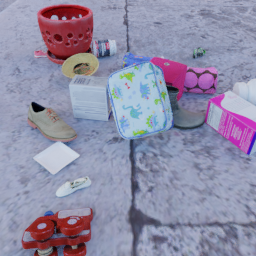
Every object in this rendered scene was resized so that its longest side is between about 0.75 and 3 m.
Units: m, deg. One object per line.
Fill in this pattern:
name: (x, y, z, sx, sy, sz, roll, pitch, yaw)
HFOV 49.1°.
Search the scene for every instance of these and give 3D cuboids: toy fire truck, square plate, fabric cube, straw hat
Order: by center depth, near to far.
toy fire truck: (-1.869, 2.776, 7.678, 1.825, 1.023, 1.533, -5, 16, -7)
square plate: (-2.584, 1.083, 10.154, 1.223, 0.174, 1.211, 29, 48, 30)
fabric cube: (1.457, -1.907, 12.496, 1.696, 1.729, 1.723, 21, 44, 21)
straw hat: (-2.315, -2.852, 14.243, 2.011, 0.851, 2.011, -6, 52, 8)

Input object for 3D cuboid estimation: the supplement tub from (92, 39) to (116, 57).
supplement tub: (-1.401, -4.669, 16.382, 1.331, 0.934, 0.934, -8, 41, -9)

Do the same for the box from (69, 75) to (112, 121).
box: (-1.502, -1.244, 11.729, 1.548, 1.683, 0.883, 6, 40, 7)

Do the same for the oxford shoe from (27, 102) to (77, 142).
oxford shoe: (-3.073, -0.256, 11.044, 2.586, 0.967, 0.911, 23, 35, 24)

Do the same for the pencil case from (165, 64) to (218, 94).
pencil case: (2.785, -2.410, 13.336, 2.939, 1.377, 1.334, 5, 26, 3)

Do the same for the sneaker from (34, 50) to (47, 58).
sneaker: (-5.010, -4.384, 16.435, 0.984, 0.427, 0.363, -11, 42, -14)

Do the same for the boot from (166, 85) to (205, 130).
boot: (1.908, -0.868, 11.301, 2.549, 1.665, 0.863, 6, 41, 7)

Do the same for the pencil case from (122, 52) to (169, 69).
pencil case: (0.922, -3.293, 14.635, 2.555, 1.109, 0.997, 16, 68, 19)

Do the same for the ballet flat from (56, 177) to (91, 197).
ballet flat: (-1.780, 1.850, 9.082, 1.181, 0.410, 0.410, -17, 43, -19)

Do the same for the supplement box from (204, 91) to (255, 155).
supplement box: (4.325, -0.265, 10.927, 1.218, 1.244, 2.408, -22, 46, -23)

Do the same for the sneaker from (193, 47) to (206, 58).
sneaker: (4.177, -4.407, 16.432, 0.513, 0.470, 1.205, 26, 46, 27)

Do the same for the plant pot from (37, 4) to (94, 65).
plant pot: (-3.323, -5.164, 15.611, 2.934, 2.671, 2.934, 0, 41, 0)

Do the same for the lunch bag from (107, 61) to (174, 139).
lunch bag: (0.416, -0.992, 10.488, 2.153, 2.678, 1.104, -16, -5, 25)

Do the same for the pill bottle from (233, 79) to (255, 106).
pill bottle: (5.949, -1.453, 12.227, 2.464, 1.364, 1.364, 2, 40, 3)
